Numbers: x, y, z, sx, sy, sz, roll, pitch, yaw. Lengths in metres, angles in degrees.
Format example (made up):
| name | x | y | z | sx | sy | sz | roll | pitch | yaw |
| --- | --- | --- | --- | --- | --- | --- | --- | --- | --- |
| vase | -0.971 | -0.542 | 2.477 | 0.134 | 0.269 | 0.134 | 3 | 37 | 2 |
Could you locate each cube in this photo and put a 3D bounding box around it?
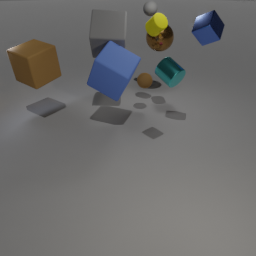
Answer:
| name | x | y | z | sx | sy | sz | roll | pitch | yaw |
| --- | --- | --- | --- | --- | --- | --- | --- | --- | --- |
| cube | -0.557 | -2.194 | 10.849 | 1.400 | 1.400 | 1.400 | 29 | 51 | -3 |
| cube | 2.629 | -3.265 | 9.187 | 0.700 | 0.700 | 0.700 | -6 | 55 | 48 |
| cube | -3.851 | -2.675 | 11.623 | 1.400 | 1.400 | 1.400 | 24 | 46 | 29 |
| cube | -0.788 | -3.841 | 11.584 | 1.400 | 1.400 | 1.400 | 3 | 71 | 0 |

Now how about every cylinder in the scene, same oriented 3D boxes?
| name | x | y | z | sx | sy | sz | roll | pitch | yaw |
| --- | --- | --- | --- | --- | --- | --- | --- | --- | --- |
| cylinder | 1.320 | -1.746 | 8.776 | 0.700 | 0.700 | 0.700 | -24 | 63 | -37 |
| cylinder | 1.183 | -4.296 | 11.663 | 0.700 | 0.700 | 0.700 | -18 | -2 | -30 |

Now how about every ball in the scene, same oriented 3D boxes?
| name | x | y | z | sx | sy | sz | roll | pitch | yaw |
| --- | --- | --- | --- | --- | --- | --- | --- | --- | --- |
| ball | 1.091 | -5.818 | 13.637 | 0.700 | 0.700 | 0.700 | 0 | 28 | 0 |
| ball | 1.605 | -4.573 | 14.111 | 1.400 | 1.400 | 1.400 | 0 | 28 | 0 |
| ball | 0.753 | -2.137 | 12.606 | 0.700 | 0.700 | 0.700 | 0 | 28 | 0 |
